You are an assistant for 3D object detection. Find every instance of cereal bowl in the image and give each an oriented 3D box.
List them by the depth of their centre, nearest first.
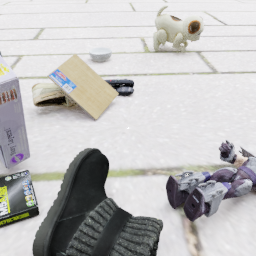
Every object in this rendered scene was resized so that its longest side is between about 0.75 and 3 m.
[{"bbox_3d":[-1.210,-3.232,12.410,1.016,0.423,1.016,1,33,0],"label":"cereal bowl"}]

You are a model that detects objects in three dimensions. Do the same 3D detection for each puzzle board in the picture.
[{"bbox_3d":[-1.314,-1.263,8.487,1.867,0.162,1.407,42,49,-7],"label":"puzzle board"}]

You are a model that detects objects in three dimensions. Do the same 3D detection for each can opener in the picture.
[{"bbox_3d":[-0.547,-1.479,9.660,1.588,0.503,0.624,6,35,9],"label":"can opener"}]

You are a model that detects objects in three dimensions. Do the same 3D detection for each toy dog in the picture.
[{"bbox_3d":[2.449,-4.646,13.130,2.206,2.139,1.540,6,24,25],"label":"toy dog"}]

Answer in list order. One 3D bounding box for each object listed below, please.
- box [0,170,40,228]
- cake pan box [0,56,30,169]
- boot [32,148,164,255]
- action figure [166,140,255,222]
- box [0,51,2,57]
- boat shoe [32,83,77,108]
[{"bbox_3d":[-2.405,1.392,5.477,1.128,0.278,1.168,-12,34,-22],"label":"box"},{"bbox_3d":[-2.959,-0.674,5.854,0.668,2.555,2.353,-27,59,-30],"label":"cake pan box"},{"bbox_3d":[-0.263,1.387,4.831,1.838,0.925,2.458,3,43,17],"label":"boot"},{"bbox_3d":[2.168,1.011,5.502,2.736,0.949,1.780,-12,28,-24],"label":"action figure"},{"bbox_3d":[-5.068,-1.878,9.477,1.731,1.365,0.442,-3,33,-3],"label":"box"},{"bbox_3d":[-1.828,-0.951,8.704,2.190,0.790,0.711,-2,60,-23],"label":"boat shoe"}]
